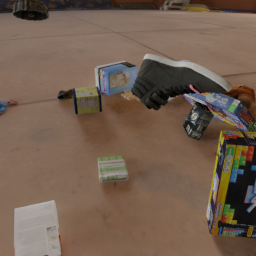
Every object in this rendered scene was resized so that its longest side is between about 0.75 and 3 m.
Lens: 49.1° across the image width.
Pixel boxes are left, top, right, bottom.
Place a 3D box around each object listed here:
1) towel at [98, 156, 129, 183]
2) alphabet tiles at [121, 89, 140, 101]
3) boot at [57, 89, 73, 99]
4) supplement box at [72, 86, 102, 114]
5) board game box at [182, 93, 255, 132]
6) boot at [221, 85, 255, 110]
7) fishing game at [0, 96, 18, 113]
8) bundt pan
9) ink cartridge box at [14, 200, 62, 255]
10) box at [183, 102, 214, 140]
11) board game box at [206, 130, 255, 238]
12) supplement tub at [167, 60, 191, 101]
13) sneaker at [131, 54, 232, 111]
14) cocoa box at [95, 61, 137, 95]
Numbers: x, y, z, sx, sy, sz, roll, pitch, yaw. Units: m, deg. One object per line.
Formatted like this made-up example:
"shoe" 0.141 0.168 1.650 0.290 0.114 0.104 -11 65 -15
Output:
"towel" -0.458 1.195 8.238 0.834 0.172 1.117 -2 27 -9
"alphabet tiles" 0.439 -1.591 13.301 1.384 0.103 1.415 -16 33 -28
"boot" -2.800 -1.527 13.001 0.984 0.368 0.477 -3 38 15
"supplement box" -1.738 -1.199 11.906 1.123 0.755 1.124 -6 29 -11
"board game box" 3.240 -0.847 10.446 1.852 0.471 2.736 31 2 -45
"boot" 4.365 -1.541 12.459 2.474 0.912 1.914 24 36 18
"fishing game" -6.048 -0.902 11.799 1.763 0.383 2.462 16 32 22
"bundt pan" -3.275 -4.005 9.430 1.213 0.455 1.213 -1 6 0
"ink cartridge box" -1.902 2.306 5.921 0.902 0.417 1.656 -9 31 -16
"box" 2.437 -0.255 9.816 0.455 1.056 0.865 18 27 -14
"board game box" 2.777 1.254 5.817 1.930 2.335 0.662 3 27 7
"supplement tub" 2.173 -2.232 13.047 1.479 1.479 2.242 22 35 34
"sneaker" 1.181 -0.942 7.081 2.763 1.370 0.977 27 -1 43
"cocoa box" -0.570 -2.494 13.800 1.771 1.181 1.162 -21 35 -33
